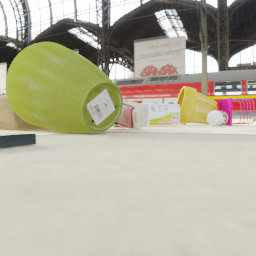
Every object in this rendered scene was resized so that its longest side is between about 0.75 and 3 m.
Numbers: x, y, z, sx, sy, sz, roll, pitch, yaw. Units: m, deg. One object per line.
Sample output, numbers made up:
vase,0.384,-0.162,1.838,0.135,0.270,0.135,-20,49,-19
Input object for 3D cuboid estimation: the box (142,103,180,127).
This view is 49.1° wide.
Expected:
box,1.385,-0.617,13.447,2.105,1.067,1.184,-2,3,-38

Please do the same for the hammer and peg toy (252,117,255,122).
hammer and peg toy,4.725,-0.223,7.998,2.019,0.712,1.485,1,1,30

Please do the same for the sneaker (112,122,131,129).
sneaker,-0.692,-0.447,10.230,1.158,1.050,2.727,-5,-2,43

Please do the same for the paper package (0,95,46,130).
paper package,-3.678,-0.581,10.297,2.395,1.239,2.283,3,3,40

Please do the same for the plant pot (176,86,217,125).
plant pot,3.926,-1.140,16.236,2.057,2.187,2.187,14,2,0

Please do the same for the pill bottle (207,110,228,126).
pill bottle,4.440,-0.481,13.918,0.775,0.775,1.332,1,3,33

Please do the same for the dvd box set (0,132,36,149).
dvd box set,-2.128,0.170,4.105,1.267,0.186,0.927,1,3,34

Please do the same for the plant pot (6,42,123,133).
plant pot,-1.512,-0.881,7.642,2.558,2.558,2.734,-2,20,-46

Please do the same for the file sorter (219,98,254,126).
file sorter,5.846,-0.868,15.184,1.278,1.416,2.038,-1,2,4

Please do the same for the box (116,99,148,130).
box,0.076,-0.459,9.293,1.065,0.681,0.580,21,35,35
